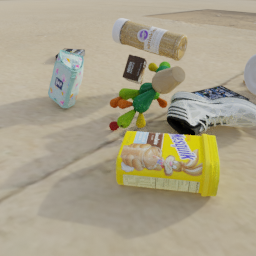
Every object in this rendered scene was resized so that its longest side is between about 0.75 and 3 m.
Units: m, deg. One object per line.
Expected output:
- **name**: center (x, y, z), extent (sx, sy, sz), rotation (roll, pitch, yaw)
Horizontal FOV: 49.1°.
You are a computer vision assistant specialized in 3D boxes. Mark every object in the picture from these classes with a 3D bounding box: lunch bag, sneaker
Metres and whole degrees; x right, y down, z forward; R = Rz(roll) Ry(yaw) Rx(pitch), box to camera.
- **lunch bag**: center (-2.150, -1.715, 9.866), extent (1.082, 1.512, 1.775), rotation (12, 30, -20)
- **sneaker**: center (2.458, -0.140, 8.238), extent (2.756, 1.040, 1.586), rotation (11, 47, 16)

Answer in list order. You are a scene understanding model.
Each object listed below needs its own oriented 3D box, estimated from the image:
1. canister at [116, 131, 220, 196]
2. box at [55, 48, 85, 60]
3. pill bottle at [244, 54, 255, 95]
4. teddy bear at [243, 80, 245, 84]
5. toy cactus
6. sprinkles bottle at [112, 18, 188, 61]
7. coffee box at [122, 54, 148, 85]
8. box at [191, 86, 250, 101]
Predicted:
- **canister**: center (0.910, 0.747, 6.497), extent (2.149, 0.930, 1.596), rotation (4, 31, 9)
- **box**: center (-3.047, -3.873, 14.922), extent (1.185, 0.361, 1.470), rotation (7, 31, 6)
- **pill bottle**: center (6.176, -2.196, 10.809), extent (2.895, 1.608, 1.608), rotation (-10, 32, -16)
- **teddy bear**: center (5.304, -1.973, 11.825), extent (0.853, 0.285, 0.619), rotation (-15, 25, -9)
- **toy cactus**: center (0.793, -1.061, 8.349), extent (2.950, 1.509, 2.434), rotation (-41, 11, -29)
- **sprinkles bottle**: center (0.521, -2.247, 7.059), extent (1.896, 0.647, 0.647), rotation (24, 38, 24)
- **coffee box**: center (0.295, -2.127, 10.347), extent (0.597, 0.856, 1.497), rotation (17, 6, 6)
- **box**: center (3.183, -0.995, 9.976), extent (1.512, 0.379, 1.523), rotation (-16, 32, -18)
